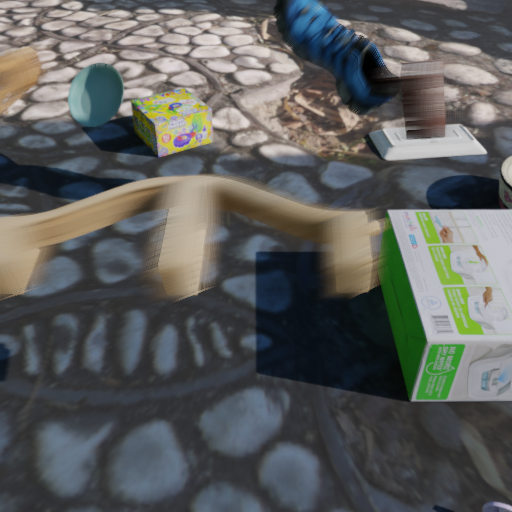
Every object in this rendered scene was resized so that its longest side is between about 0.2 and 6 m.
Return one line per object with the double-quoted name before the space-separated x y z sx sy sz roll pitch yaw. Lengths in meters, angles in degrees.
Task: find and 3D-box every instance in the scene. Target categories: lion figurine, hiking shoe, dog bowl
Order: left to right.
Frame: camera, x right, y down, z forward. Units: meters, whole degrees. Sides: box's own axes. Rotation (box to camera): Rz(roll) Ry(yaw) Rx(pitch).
"lion figurine" -2.575 -1.891 5.882 0.746 0.441 1.218 -50 27 -1
"hiking shoe" 1.379 -3.358 8.926 0.911 2.449 1.062 -57 22 -15
"dog bowl" 5.882 -1.219 11.144 2.160 0.796 2.160 0 40 0

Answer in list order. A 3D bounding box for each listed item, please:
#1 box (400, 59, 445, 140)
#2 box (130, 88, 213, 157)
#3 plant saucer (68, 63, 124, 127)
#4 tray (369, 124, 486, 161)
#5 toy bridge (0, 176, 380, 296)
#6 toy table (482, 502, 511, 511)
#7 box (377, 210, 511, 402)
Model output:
"box" 1.813 -1.673 6.053 0.421 0.840 0.315 1 51 21
"box" -2.025 -3.242 13.493 1.474 0.899 1.420 -21 44 -24
"plant saucer" -3.200 -3.235 11.363 1.320 1.320 0.237 17 0 19
"tray" 4.104 -2.800 13.460 2.512 0.279 1.349 -5 41 -5
"toy bridge" -0.718 -0.248 5.816 3.939 0.536 1.324 -1 49 5
"toy table" 2.806 3.063 6.203 0.626 0.576 0.367 18 28 23
"box" 3.384 0.603 8.450 2.553 1.399 2.893 0 40 -1
